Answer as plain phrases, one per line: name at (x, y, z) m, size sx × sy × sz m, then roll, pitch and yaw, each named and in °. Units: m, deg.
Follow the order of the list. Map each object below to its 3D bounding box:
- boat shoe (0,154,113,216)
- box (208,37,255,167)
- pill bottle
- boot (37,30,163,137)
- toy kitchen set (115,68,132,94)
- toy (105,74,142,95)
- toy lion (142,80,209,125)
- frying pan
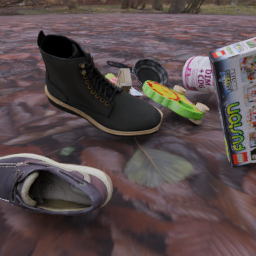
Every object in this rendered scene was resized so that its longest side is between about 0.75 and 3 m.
boat shoe at (-1.409, 0.883, 4.335) m, size 2.286 × 0.822 × 0.741 m, roll 7°, pitch 2°, yaw 11°
box at (2.383, -0.401, 5.145) m, size 1.367 × 2.485 × 0.431 m, roll -14°, pitch 35°, yaw 13°
pill bottle at (2.716, -1.566, 8.409) m, size 1.088 × 1.088 × 1.919 m, roll -24°, pitch 27°, yaw -39°
boot at (-0.554, -0.834, 6.026) m, size 2.899 × 2.005 × 1.123 m, roll 15°, pitch 64°, yaw 2°
toy kitchen set at (-0.554, -0.819, 7.720) m, size 1.194 × 1.323 × 1.080 m, roll -4°, pitch 70°, yaw -15°
toy at (-0.574, -1.529, 9.467) m, size 2.102 × 0.496 × 1.210 m, roll -7°, pitch 34°, yaw -38°
toy lion at (1.194, -0.776, 7.627) m, size 1.523 × 0.545 × 1.589 m, roll 5°, pitch 32°, yaw -41°
frying pan at (0.444, -1.915, 10.329) m, size 2.352 × 0.383 × 1.423 m, roll -12°, pitch 67°, yaw -26°
